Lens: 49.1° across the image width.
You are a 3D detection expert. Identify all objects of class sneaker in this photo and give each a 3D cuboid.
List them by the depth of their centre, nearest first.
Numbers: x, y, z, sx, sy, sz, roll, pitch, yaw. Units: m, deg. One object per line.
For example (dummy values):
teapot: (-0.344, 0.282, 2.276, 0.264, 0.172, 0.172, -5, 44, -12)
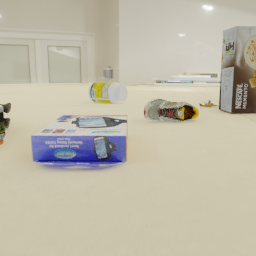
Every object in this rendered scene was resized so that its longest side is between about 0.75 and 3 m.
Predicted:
sneaker: (1.297, -0.522, 8.282, 1.752, 0.682, 0.720, -4, 12, -18)

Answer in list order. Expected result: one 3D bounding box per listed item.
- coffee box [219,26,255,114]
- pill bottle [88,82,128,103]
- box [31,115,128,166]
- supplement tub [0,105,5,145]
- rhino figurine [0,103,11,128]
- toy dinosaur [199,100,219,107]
coffee box: (4.374, -2.076, 10.220, 1.704, 2.979, 1.187, -1, 11, -5)
pill bottle: (-0.958, -1.725, 13.683, 1.783, 1.003, 1.003, 7, 13, 31)
box: (-0.754, 0.143, 5.273, 1.511, 0.526, 2.538, 0, 9, 0)
supplement tub: (-2.713, -0.056, 5.580, 0.475, 0.776, 0.475, 0, 10, 0)
rhino figurine: (-3.341, -0.246, 5.921, 1.196, 0.818, 2.736, 13, 5, -13)
toy dinosaur: (3.544, -0.975, 12.007, 0.917, 0.277, 0.487, 1, 35, 28)
